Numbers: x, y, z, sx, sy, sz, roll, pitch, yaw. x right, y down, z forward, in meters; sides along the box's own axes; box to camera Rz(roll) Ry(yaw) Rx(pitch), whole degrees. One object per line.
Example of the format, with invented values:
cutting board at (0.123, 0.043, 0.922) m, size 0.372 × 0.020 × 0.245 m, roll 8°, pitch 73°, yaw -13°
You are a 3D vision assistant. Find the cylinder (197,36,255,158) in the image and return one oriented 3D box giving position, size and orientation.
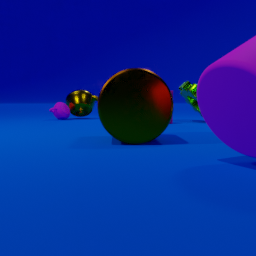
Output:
cylinder at (1.466, -0.409, 2.885) m, size 1.073 × 1.073 × 1.073 m, roll -33°, pitch 19°, yaw -22°

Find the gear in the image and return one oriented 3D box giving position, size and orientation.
gear at (2.367, -0.871, 9.278) m, size 0.296 × 1.602 × 1.602 m, roll -45°, pitch 9°, yaw -1°

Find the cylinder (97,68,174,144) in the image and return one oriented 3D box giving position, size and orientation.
cylinder at (0.098, -0.391, 4.972) m, size 1.210 × 1.210 × 1.210 m, roll 0°, pitch 6°, yaw -2°

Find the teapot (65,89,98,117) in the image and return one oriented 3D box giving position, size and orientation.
teapot at (-1.805, -0.921, 11.048) m, size 1.898 × 0.929 × 1.180 m, roll -16°, pitch -33°, yaw 7°

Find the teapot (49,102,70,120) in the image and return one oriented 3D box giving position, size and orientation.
teapot at (-2.517, -0.597, 10.544) m, size 0.538 × 0.683 × 1.098 m, roll -31°, pitch -22°, yaw 22°

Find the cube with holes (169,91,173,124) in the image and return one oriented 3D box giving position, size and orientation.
cube with holes at (0.681, -0.648, 8.743) m, size 1.012 × 1.012 × 1.012 m, roll -4°, pitch 7°, yaw -36°
